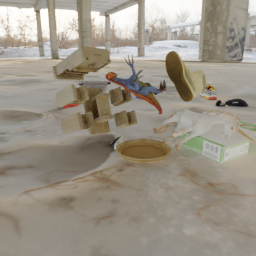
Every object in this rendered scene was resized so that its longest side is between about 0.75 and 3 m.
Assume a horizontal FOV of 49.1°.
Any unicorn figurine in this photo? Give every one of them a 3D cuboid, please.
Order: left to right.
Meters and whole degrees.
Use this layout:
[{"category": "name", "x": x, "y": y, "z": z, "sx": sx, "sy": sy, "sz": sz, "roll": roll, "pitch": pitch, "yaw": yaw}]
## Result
[{"category": "unicorn figurine", "x": 2.024, "y": -0.053, "z": 8.600, "sx": 1.937, "sy": 1.041, "sz": 2.820, "roll": -32, "pitch": 36, "yaw": -15}]

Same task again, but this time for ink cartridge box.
[{"category": "ink cartridge box", "x": 3.115, "y": 0.302, "z": 8.945, "sx": 2.391, "sy": 0.573, "sz": 1.740, "roll": -11, "pitch": 21, "yaw": -31}]

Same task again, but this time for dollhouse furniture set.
[{"category": "dollhouse furniture set", "x": -1.432, "y": -1.134, "z": 9.988, "sx": 2.499, "sy": 2.852, "sz": 1.894, "roll": -6, "pitch": -7, "yaw": -44}]

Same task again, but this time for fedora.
[{"category": "fedora", "x": -1.893, "y": -2.190, "z": 16.133, "sx": 1.884, "sy": 0.962, "sz": 2.130, "roll": -5, "pitch": 9, "yaw": -23}]

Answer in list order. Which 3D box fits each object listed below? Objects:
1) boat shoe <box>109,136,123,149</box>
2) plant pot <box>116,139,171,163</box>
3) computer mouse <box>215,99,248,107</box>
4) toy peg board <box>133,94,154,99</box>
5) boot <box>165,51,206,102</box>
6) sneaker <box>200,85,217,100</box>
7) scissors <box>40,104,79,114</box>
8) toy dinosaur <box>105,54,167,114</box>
[{"category": "boat shoe", "x": -0.363, "y": 0.450, "z": 9.002, "sx": 0.242, "sy": 0.297, "sz": 0.803, "roll": 10, "pitch": 28, "yaw": 15}, {"category": "plant pot", "x": 0.464, "y": 0.692, "z": 8.330, "sx": 1.614, "sy": 0.222, "sz": 1.614, "roll": -1, "pitch": 18, "yaw": 0}, {"category": "computer mouse", "x": 5.297, "y": -1.304, "z": 14.364, "sx": 1.597, "sy": 0.368, "sz": 1.121, "roll": 9, "pitch": 19, "yaw": 28}, {"category": "toy peg board", "x": 0.976, "y": -1.896, "z": 16.275, "sx": 0.993, "sy": 0.488, "sz": 0.998, "roll": -29, "pitch": 29, "yaw": -28}, {"category": "boot", "x": 2.158, "y": -1.995, "z": 10.196, "sx": 0.675, "sy": 1.854, "sz": 1.441, "roll": -23, "pitch": 5, "yaw": 44}, {"category": "sneaker", "x": 4.764, "y": -2.166, "z": 16.433, "sx": 0.719, "sy": 0.758, "sz": 1.846, "roll": -2, "pitch": 17, "yaw": -7}, {"category": "scissors", "x": -3.237, "y": -1.037, "z": 13.796, "sx": 1.002, "sy": 0.191, "sz": 2.739, "roll": 5, "pitch": 17, "yaw": 10}, {"category": "toy dinosaur", "x": 0.266, "y": -1.375, "z": 9.627, "sx": 2.039, "sy": 2.247, "sz": 1.180, "roll": -3, "pitch": 18, "yaw": -5}]
